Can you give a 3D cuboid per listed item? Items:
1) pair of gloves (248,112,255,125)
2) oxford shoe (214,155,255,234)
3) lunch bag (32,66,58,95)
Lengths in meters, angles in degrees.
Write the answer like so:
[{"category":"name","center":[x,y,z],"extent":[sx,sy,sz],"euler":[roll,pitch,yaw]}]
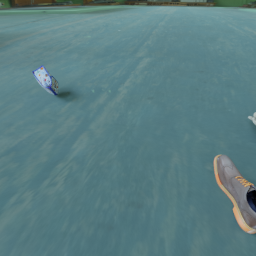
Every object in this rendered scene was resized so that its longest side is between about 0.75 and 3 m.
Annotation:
[{"category":"pair of gloves","center":[4.241,0.189,6.599],"extent":[2.538,0.445,2.158],"euler":[16,17,9]},{"category":"oxford shoe","center":[1.969,1.016,4.827],"extent":[0.514,0.525,1.442],"euler":[-6,55,-22]},{"category":"lunch bag","center":[-2.716,-1.560,9.475],"extent":[0.534,0.733,0.862],"euler":[-35,74,-4]}]
